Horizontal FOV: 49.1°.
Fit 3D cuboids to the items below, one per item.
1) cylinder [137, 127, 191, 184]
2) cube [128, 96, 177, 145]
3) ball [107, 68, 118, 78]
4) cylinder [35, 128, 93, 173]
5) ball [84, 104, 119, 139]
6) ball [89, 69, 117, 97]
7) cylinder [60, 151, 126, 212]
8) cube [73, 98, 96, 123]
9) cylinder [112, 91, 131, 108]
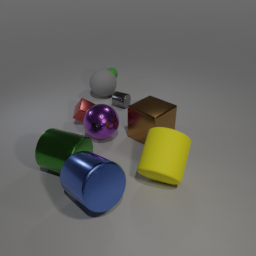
[{"bbox_3d":[1.140,0.883,8.782,1.400,1.400,1.400,12,71,19],"label":"cylinder"},{"bbox_3d":[0.942,-0.272,11.149,1.400,1.400,1.400,26,40,35],"label":"cube"},{"bbox_3d":[-0.915,-2.989,15.491,0.700,0.700,0.700,0,32,0],"label":"ball"},{"bbox_3d":[-2.100,0.819,9.358,1.400,1.400,1.400,13,34,20],"label":"cylinder"},{"bbox_3d":[-1.042,-0.252,11.027,1.400,1.400,1.400,0,32,0],"label":"ball"},{"bbox_3d":[-1.284,-2.321,14.428,1.400,1.400,1.400,0,32,0],"label":"ball"},{"bbox_3d":[-1.005,1.467,7.954,1.400,1.400,1.400,-23,22,-32],"label":"cylinder"},{"bbox_3d":[-1.872,-0.722,12.034,0.700,0.700,0.700,25,47,-25],"label":"cube"},{"bbox_3d":[-0.321,-1.383,13.622,0.700,0.700,0.700,17,36,26],"label":"cylinder"}]
